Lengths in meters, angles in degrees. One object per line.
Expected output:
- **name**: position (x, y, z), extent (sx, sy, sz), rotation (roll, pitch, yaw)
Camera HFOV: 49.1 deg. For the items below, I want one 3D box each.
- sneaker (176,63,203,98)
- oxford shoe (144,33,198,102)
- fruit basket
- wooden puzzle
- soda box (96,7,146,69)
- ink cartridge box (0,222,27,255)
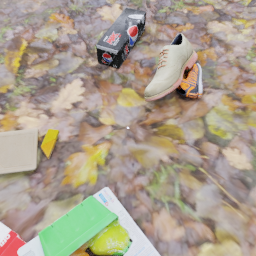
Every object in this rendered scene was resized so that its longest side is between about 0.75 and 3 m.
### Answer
- **sneaker**: position (1.914, -1.558, 8.900), extent (0.781, 0.541, 1.394), rotation (4, 54, 2)
- **oxford shoe**: position (1.163, -1.888, 8.628), extent (1.020, 1.064, 2.881), rotation (-8, 35, 42)
- **fruit basket**: position (-0.593, 2.738, 5.586), extent (2.229, 1.128, 2.406), rotation (-33, 76, -23)
- **wooden puzzle**: position (-3.066, 0.639, 7.476), extent (2.311, 0.270, 1.559), rotation (-1, 49, -1)
- **soda box**: position (-0.184, -3.270, 10.003), extent (0.886, 0.793, 2.503), rotation (19, 56, 14)
- **ink cartridge box**: position (-3.008, 2.504, 5.811), extent (2.002, 0.673, 1.163), rotation (26, 58, 18)
